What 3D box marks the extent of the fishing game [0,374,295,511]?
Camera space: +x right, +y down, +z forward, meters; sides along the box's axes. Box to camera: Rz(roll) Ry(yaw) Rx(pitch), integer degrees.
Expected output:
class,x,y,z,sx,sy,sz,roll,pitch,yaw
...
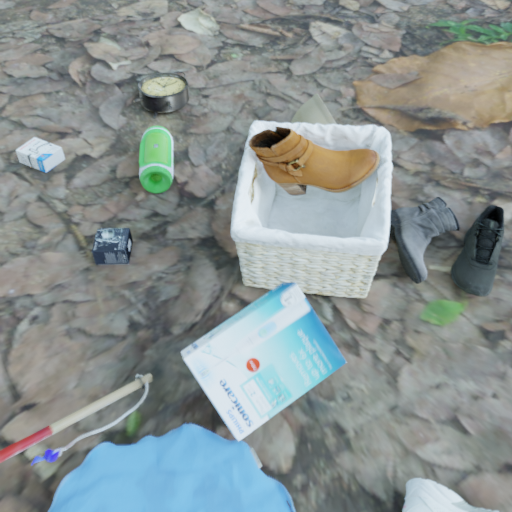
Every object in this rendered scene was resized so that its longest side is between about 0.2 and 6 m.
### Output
class,x,y,z,sx,sy,sz,roll,pitch,yaw
fishing game,-1.031,3.573,6.874,3.326,0.722,4.645,-25,53,-36

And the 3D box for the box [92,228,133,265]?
class,x,y,z,sx,sy,sz,roll,pitch,yaw
box,-2.756,-0.183,10.782,0.638,0.402,0.649,-3,46,0

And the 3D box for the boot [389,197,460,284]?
class,x,y,z,sx,sy,sz,roll,pitch,yaw
boot,3.258,-0.399,10.596,1.263,0.670,1.919,-15,47,7

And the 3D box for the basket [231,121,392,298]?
class,x,y,z,sx,sy,sz,roll,pitch,yaw
basket,1.010,-0.790,9.918,2.518,2.025,2.495,5,59,7

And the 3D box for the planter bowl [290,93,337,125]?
class,x,y,z,sx,sy,sz,roll,pitch,yaw
planter bowl,1.319,-2.647,12.518,1.068,1.587,1.587,-32,47,12

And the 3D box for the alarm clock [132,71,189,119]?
class,x,y,z,sx,sy,sz,roll,pitch,yaw
alarm clock,-2.322,-4.333,14.636,1.286,0.635,1.906,13,49,13

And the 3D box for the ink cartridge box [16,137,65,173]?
class,x,y,z,sx,sy,sz,roll,pitch,yaw
ink cartridge box,-4.963,-2.323,12.873,0.859,0.362,0.627,22,50,20

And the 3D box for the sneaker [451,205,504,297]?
class,x,y,z,sx,sy,sz,roll,pitch,yaw
sneaker,4.166,-0.153,10.376,0.791,0.946,2.083,16,49,12

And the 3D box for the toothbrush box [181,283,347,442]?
class,x,y,z,sx,sy,sz,roll,pitch,yaw
toothbrush box,0.080,1.473,8.141,1.921,0.819,1.407,-32,93,-10

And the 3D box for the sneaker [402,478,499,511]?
class,x,y,z,sx,sy,sz,roll,pitch,yaw
sneaker,2.693,3.612,6.980,1.911,0.744,0.949,15,54,26

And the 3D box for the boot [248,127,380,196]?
class,x,y,z,sx,sy,sz,roll,pitch,yaw
boot,0.942,-1.709,9.309,1.900,1.475,0.729,-5,60,32

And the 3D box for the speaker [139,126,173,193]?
class,x,y,z,sx,sy,sz,roll,pitch,yaw
speaker,-2.216,-2.169,12.476,0.754,0.754,1.706,-4,46,-4
